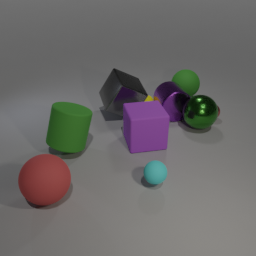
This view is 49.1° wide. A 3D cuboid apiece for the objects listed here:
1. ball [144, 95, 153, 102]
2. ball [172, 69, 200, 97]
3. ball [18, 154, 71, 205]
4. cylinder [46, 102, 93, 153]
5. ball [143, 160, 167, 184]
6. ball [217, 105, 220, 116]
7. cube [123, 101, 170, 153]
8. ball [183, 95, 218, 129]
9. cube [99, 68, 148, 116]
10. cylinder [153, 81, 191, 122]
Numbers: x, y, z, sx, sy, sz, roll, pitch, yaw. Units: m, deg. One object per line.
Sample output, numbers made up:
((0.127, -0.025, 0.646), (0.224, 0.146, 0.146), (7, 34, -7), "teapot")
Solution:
((0.850, -1.192, 13.069), (0.700, 0.700, 0.700), (0, 29, 0), "ball")
((2.846, -2.195, 13.897), (1.400, 1.400, 1.400), (0, 29, 0), "ball")
((-2.295, 1.420, 7.765), (1.400, 1.400, 1.400), (0, 29, 0), "ball")
((-2.063, -0.048, 9.819), (1.400, 1.400, 1.400), (14, 17, -4), "cylinder")
((0.807, 1.311, 8.266), (0.700, 0.700, 0.700), (0, 29, 0), "ball")
((3.673, -0.722, 12.258), (0.700, 0.700, 0.700), (0, 29, 0), "ball")
((0.632, -0.071, 10.443), (1.400, 1.400, 1.400), (-6, 30, -10), "cube")
((2.925, -0.644, 11.340), (1.400, 1.400, 1.400), (0, 29, 0), "ball")
((-0.230, -1.486, 12.237), (1.400, 1.400, 1.400), (16, 34, -33), "cube")
((1.970, -1.196, 12.456), (1.400, 1.400, 1.400), (-5, 29, -9), "cylinder")
